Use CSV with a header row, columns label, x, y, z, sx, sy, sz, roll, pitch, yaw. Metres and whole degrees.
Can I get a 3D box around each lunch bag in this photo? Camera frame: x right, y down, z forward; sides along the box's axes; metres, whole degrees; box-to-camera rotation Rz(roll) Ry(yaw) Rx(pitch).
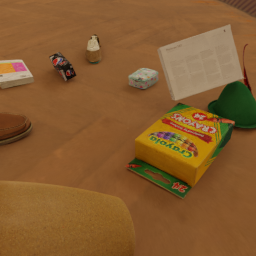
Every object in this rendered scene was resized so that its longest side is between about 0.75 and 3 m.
label,x,y,z,sx,sy,sz,roll,pitch,yaw
lunch bag,0.540,-1.824,10.205,0.845,0.406,1.054,25,43,30

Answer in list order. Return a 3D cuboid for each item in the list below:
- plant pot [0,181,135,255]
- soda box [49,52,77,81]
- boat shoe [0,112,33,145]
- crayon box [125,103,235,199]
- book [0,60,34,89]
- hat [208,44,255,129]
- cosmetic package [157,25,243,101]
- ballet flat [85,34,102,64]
label,x,y,z,sx,sy,sz,roll,pitch,yaw
plant pot,-1.148,1.744,4.143,2.333,2.174,2.174,-2,34,-26
soda box,-2.504,-2.369,10.665,0.486,0.543,1.535,-31,42,-12
boat shoe,-3.999,-0.119,7.411,2.724,0.926,0.980,-6,36,-8
crayon box,1.334,0.390,6.949,1.661,0.664,2.616,24,43,29
book,-4.381,-2.107,10.628,1.157,0.416,1.732,-16,40,-24
hat,3.305,-1.240,8.186,1.668,1.773,2.014,-10,36,-20
cosmetic package,2.009,-1.801,7.845,2.017,1.521,0.521,-18,11,1
ballet flat,-1.493,-3.607,12.338,0.731,0.779,2.155,0,36,0
